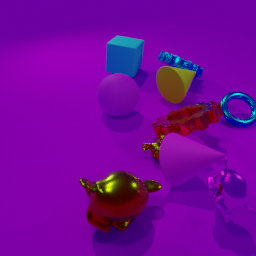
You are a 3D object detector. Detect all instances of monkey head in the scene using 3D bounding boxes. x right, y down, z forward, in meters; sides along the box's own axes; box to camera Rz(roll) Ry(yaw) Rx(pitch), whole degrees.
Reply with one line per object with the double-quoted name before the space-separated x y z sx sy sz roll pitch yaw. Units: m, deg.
"monkey head" -0.293 1.268 5.486 1.864 1.123 1.341 10 20 -37
"monkey head" 0.870 0.426 7.019 1.021 0.734 0.615 -6 24 -7
"monkey head" 1.919 1.181 5.335 0.715 0.854 1.187 -26 68 9

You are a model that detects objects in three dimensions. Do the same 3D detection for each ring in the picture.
"ring" 3.362 -0.579 8.446 1.206 0.241 1.206 2 64 -4

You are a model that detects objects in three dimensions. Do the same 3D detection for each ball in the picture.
"ball" -0.297 -1.004 8.504 1.287 1.287 1.287 0 36 0

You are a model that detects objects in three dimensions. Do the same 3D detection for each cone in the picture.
"cone" 1.836 -1.643 9.291 1.280 1.275 1.275 -30 45 -27
"cone" 1.512 0.627 5.992 1.210 1.205 1.205 -11 23 42

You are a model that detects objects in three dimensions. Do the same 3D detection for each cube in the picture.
"cube" -0.117 -2.794 10.880 1.143 1.143 1.143 14 35 13

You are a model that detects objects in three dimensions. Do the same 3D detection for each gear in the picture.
"gear" 1.560 -0.234 7.491 1.833 0.339 1.833 -20 12 4
"gear" 1.936 -2.357 10.405 1.741 0.322 1.741 22 11 -5
